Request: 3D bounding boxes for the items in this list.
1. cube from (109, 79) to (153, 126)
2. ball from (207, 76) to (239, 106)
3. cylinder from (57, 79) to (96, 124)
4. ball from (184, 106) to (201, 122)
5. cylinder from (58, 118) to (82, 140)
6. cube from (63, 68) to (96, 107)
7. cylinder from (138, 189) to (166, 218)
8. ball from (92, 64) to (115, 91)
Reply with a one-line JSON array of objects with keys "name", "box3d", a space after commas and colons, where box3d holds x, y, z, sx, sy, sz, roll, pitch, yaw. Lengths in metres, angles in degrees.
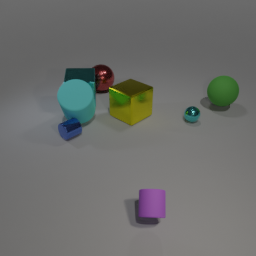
[{"name": "cube", "box3d": [0.135, -1.181, 12.393, 1.400, 1.400, 1.400, 27, 41, 36]}, {"name": "ball", "box3d": [4.351, -1.696, 12.848, 1.400, 1.400, 1.400, 0, 32, 0]}, {"name": "cylinder", "box3d": [-2.092, -1.065, 11.577, 1.400, 1.400, 1.400, 1, 69, -2]}, {"name": "ball", "box3d": [2.783, -0.596, 12.138, 0.700, 0.700, 0.700, 0, 32, 0]}, {"name": "cylinder", "box3d": [-2.304, 0.029, 11.134, 0.700, 0.700, 0.700, -27, 41, -36]}, {"name": "cube", "box3d": [-2.255, -1.922, 13.378, 1.400, 1.400, 1.400, -2, 40, -6]}, {"name": "cylinder", "box3d": [0.631, 1.978, 7.325, 0.700, 0.700, 0.700, 1, 72, 2]}, {"name": "ball", "box3d": [-1.404, -2.622, 14.673, 1.400, 1.400, 1.400, 0, 32, 0]}]
